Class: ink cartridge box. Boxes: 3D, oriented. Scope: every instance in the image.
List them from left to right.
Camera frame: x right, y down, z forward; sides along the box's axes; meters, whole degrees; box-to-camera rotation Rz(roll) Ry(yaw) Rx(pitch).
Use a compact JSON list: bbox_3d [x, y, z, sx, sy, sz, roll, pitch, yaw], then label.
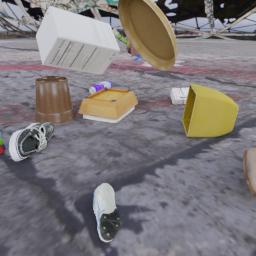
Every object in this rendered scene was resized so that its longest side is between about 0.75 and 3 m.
[{"bbox_3d":[2.582,-1.532,13.372,0.978,0.415,0.712,-6,59,-9],"label":"ink cartridge box"}]

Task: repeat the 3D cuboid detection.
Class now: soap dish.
[{"bbox_3d":[-0.784,-1.042,11.928,1.761,0.909,2.238,10,25,22],"label":"soap dish"}]

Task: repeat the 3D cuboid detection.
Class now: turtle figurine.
[{"bbox_3d":[0.254,-4.120,12.805,1.937,1.879,1.394,-55,18,-16],"label":"turtle figurine"}]

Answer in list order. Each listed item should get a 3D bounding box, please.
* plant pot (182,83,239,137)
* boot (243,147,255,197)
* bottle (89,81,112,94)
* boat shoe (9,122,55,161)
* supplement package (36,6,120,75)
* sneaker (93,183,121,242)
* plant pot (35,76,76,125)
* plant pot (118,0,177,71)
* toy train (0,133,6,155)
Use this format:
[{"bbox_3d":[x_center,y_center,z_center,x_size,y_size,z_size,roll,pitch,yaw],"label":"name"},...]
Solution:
[{"bbox_3d":[2.978,-0.572,10.085,1.627,1.580,1.591,8,23,2],"label":"plant pot"},{"bbox_3d":[4.041,0.676,6.645,2.170,1.042,2.968,-21,2,29],"label":"boot"},{"bbox_3d":[-1.505,-2.190,15.233,0.638,0.499,1.528,12,26,29],"label":"bottle"},{"bbox_3d":[-2.876,0.341,8.721,0.765,0.827,2.239,-11,12,8],"label":"boat shoe"},{"bbox_3d":[-2.072,-3.505,11.601,2.818,1.653,1.647,2,59,-39],"label":"supplement package"},{"bbox_3d":[-0.486,1.780,5.845,0.504,0.508,1.401,24,27,-22],"label":"sneaker"},{"bbox_3d":[-3.009,-1.186,11.327,1.667,1.651,1.667,0,22,0],"label":"plant pot"},{"bbox_3d":[0.597,-2.748,8.024,0.337,2.455,2.455,-40,35,-11],"label":"plant pot"},{"bbox_3d":[-4.655,0.410,8.240,1.802,1.043,0.763,-17,27,-36],"label":"toy train"}]
